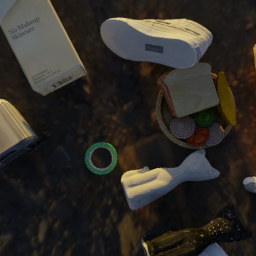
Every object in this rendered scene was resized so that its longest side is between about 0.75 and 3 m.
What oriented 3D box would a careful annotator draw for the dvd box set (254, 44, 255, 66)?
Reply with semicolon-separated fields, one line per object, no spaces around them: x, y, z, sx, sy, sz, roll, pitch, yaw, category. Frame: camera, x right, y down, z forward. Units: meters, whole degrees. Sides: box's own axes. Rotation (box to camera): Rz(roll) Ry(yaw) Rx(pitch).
4.406;-0.770;6.869;2.166;0.435;2.960;-5;88;17;dvd box set

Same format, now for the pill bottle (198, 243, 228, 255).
1.471;3.414;6.698;1.824;1.023;1.023;-45;88;-1;pill bottle

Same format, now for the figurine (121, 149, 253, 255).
1.301;1.803;6.604;2.414;1.065;2.474;-18;65;-8;figurine

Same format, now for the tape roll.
-0.687;0.779;7.228;0.826;0.199;0.826;0;87;-1;tape roll

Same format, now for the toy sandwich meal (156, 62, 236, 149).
1.725;-0.574;6.989;2.267;0.776;2.267;0;88;0;toy sandwich meal

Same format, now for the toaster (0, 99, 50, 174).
-3.138;0.254;6.741;2.087;1.186;1.348;-35;86;-8;toaster

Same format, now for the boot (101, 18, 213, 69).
0.715;-2.277;7.071;2.691;0.990;1.286;24;44;22;boot

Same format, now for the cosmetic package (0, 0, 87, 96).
-2.226;-2.283;6.987;1.342;0.947;2.591;-28;89;-1;cosmetic package

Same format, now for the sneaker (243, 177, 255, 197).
3.862;2.061;6.831;2.468;0.966;0.953;33;98;3;sneaker
